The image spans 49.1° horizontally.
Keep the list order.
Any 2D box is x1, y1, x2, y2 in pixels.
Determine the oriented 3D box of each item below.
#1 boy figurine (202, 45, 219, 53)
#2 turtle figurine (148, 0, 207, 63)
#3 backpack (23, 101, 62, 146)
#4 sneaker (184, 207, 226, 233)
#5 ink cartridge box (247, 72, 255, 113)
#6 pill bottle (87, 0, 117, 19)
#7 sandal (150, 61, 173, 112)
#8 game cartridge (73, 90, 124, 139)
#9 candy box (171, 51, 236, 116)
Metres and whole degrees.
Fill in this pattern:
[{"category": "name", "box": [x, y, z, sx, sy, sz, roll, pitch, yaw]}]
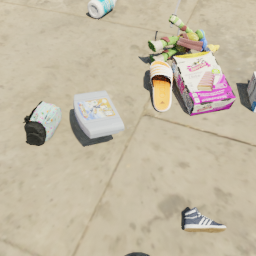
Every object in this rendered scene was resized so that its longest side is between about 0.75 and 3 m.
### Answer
[{"category": "boy figurine", "box": [3.869, -3.699, 13.077, 0.879, 0.283, 0.546, -23, 58, -20]}, {"category": "turtle figurine", "box": [1.917, -3.972, 12.310, 2.452, 1.820, 2.529, -30, 86, -10]}, {"category": "backpack", "box": [-2.904, -0.208, 9.613, 0.920, 1.213, 1.453, 20, 47, -2]}, {"category": "sneaker", "box": [2.082, 2.510, 7.652, 1.115, 0.391, 0.605, 0, 51, 4]}, {"category": "ink cartridge box", "box": [5.039, -1.478, 10.722, 0.550, 0.956, 1.650, 3, 49, 5]}, {"category": "pill bottle", "box": [-1.347, -6.746, 15.260, 0.960, 0.960, 1.734, 26, 54, 21]}, {"category": "sandal", "box": [1.311, -1.779, 10.785, 0.907, 0.678, 2.367, -6, 63, 8]}, {"category": "game cartridge", "box": [-1.023, -0.490, 8.843, 1.264, 0.394, 1.899, -8, 46, -23]}, {"category": "candy box", "box": [2.841, -1.786, 10.872, 1.685, 0.754, 2.471, -11, 59, -9]}]
